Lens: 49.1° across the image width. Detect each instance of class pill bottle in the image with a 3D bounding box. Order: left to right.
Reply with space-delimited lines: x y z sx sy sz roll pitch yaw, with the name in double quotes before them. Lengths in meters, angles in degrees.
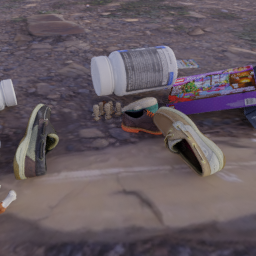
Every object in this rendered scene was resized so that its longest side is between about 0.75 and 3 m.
"pill bottle" -4.766 -1.015 9.306 1.875 1.066 1.066 -15 39 -19
"pill bottle" 0.173 -1.928 9.631 2.685 1.528 1.528 -11 38 -17

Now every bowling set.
"bowling set" -0.700 -0.609 9.356 0.975 0.524 0.679 -5 18 -5

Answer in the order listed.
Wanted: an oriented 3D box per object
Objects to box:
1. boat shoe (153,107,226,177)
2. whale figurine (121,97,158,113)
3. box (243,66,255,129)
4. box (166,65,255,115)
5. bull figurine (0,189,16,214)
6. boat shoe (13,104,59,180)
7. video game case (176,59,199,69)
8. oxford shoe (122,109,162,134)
"boat shoe" 1.437 0.311 7.530 0.822 0.917 2.477 -25 50 -28
"whale figurine" 0.401 -0.599 9.250 1.214 0.630 0.965 -14 12 18
"box" 4.904 -1.459 9.113 2.303 0.745 2.921 -33 20 34
"box" 2.791 -1.258 9.393 2.759 0.539 1.888 -7 32 22
"bull figurine" -3.900 1.464 6.076 2.793 0.910 1.696 18 40 23
"boat shoe" -2.358 0.329 7.683 0.884 0.961 2.690 6 38 -6
"video game case" 2.560 -2.894 12.680 1.064 0.095 0.762 -5 36 -7
"oxford shoe" 0.686 -0.232 8.598 1.773 0.643 0.631 -1 36 -1
